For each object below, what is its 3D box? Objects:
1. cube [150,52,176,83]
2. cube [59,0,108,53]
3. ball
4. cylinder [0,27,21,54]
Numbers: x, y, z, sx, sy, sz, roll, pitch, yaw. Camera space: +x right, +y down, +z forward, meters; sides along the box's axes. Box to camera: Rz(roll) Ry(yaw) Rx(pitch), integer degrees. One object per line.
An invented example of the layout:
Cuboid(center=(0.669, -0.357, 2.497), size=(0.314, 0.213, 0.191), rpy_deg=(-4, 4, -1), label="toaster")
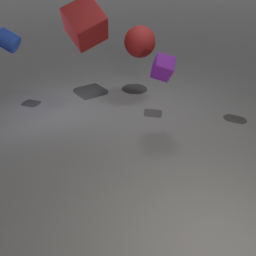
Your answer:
Cuboid(center=(1.273, -2.210, 10.213), size=(0.700, 0.700, 0.700), rpy_deg=(16, 58, -6), label="cube")
Cuboid(center=(-1.748, -4.241, 11.442), size=(1.400, 1.400, 1.400), rpy_deg=(-32, 79, -11), label="cube")
Cuboid(center=(0.532, -3.860, 12.549), size=(1.400, 1.400, 1.400), rpy_deg=(0, 29, 0), label="ball")
Cuboid(center=(-4.449, -3.245, 10.389), size=(0.700, 0.700, 0.700), rpy_deg=(30, 27, -12), label="cylinder")
